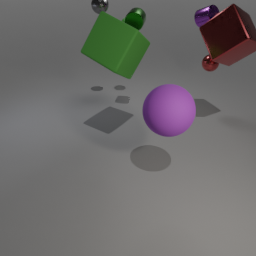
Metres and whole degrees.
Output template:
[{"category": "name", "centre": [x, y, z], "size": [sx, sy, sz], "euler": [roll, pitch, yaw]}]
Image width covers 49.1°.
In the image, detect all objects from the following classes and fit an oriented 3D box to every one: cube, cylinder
[{"category": "cube", "centre": [-0.364, -2.581, 8.953], "size": [1.400, 1.400, 1.400], "euler": [34, 12, 16]}, {"category": "cylinder", "centre": [3.063, -4.316, 10.849], "size": [0.700, 0.700, 0.700], "euler": [-21, 15, -33]}, {"category": "cylinder", "centre": [0.273, -3.975, 10.270], "size": [0.700, 0.700, 0.700], "euler": [6, 36, 10]}, {"category": "cube", "centre": [3.660, -3.230, 9.957], "size": [1.400, 1.400, 1.400], "euler": [-2, -20, -47]}]

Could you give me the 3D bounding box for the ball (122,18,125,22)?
[{"category": "ball", "centre": [0.015, -4.466, 12.181], "size": [0.700, 0.700, 0.700], "euler": [0, 29, 0]}]

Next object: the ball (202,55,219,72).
[{"category": "ball", "centre": [3.395, -2.678, 11.532], "size": [0.700, 0.700, 0.700], "euler": [0, 29, 0]}]

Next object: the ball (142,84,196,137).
[{"category": "ball", "centre": [1.085, -0.463, 7.462], "size": [1.400, 1.400, 1.400], "euler": [0, 29, 0]}]

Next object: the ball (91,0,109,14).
[{"category": "ball", "centre": [-1.127, -4.949, 11.246], "size": [0.700, 0.700, 0.700], "euler": [0, 29, 0]}]
